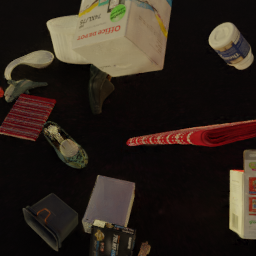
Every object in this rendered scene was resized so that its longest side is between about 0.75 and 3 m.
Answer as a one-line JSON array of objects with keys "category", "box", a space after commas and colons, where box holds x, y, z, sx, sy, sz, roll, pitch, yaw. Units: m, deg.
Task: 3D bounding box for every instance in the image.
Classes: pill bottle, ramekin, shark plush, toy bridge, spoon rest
[{"category": "pill bottle", "box": [2.043, -1.550, 5.450, 0.530, 0.956, 0.530, -28, 48, 36]}, {"category": "ramekin", "box": [-1.717, -3.708, 11.551, 2.978, 1.452, 2.978, -1, 30, 0]}, {"category": "shark plush", "box": [-3.983, -1.469, 10.906, 1.653, 0.751, 0.688, -17, 69, -40]}, {"category": "toy bridge", "box": [0.159, 3.436, 6.459, 0.234, 0.578, 1.721, 16, 52, 14]}, {"category": "spoon rest", "box": [-4.109, -2.696, 11.672, 2.181, 0.661, 1.084, -37, 59, -27]}]

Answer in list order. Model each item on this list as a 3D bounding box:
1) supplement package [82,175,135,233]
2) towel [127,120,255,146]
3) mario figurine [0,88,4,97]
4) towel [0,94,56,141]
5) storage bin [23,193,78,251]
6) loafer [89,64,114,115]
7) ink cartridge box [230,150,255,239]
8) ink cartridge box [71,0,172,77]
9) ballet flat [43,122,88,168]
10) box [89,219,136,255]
[{"category": "supplement package", "box": [-0.467, 2.113, 7.469, 1.062, 0.756, 1.364, 10, 51, 9]}, {"category": "towel", "box": [1.523, 0.175, 6.403, 2.128, 2.943, 0.331, -8, 89, -27]}, {"category": "mario figurine", "box": [-5.091, -1.348, 10.808, 0.822, 0.436, 0.507, 19, 87, 29]}, {"category": "towel", "box": [-3.551, -0.433, 10.019, 1.411, 0.219, 1.952, 11, 52, 6]}, {"category": "storage bin", "box": [-1.955, 2.312, 7.282, 1.292, 0.941, 0.868, 30, 45, 23]}, {"category": "loafer", "box": [-0.981, -1.549, 10.534, 0.943, 0.950, 2.610, 1, 51, -5]}, {"category": "ink cartridge box", "box": [3.933, 1.647, 7.063, 2.412, 1.011, 2.117, 3, 84, 2]}, {"category": "ink cartridge box", "box": [-0.086, -3.324, 8.591, 2.052, 2.042, 2.797, -1, 74, 36]}, {"category": "ballet flat", "box": [-2.074, 0.489, 8.897, 2.062, 0.765, 0.765, 36, 58, 28]}, {"category": "box", "box": [-0.384, 2.782, 6.731, 1.037, 1.045, 0.260, 12, 23, 10]}]
